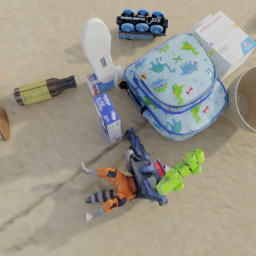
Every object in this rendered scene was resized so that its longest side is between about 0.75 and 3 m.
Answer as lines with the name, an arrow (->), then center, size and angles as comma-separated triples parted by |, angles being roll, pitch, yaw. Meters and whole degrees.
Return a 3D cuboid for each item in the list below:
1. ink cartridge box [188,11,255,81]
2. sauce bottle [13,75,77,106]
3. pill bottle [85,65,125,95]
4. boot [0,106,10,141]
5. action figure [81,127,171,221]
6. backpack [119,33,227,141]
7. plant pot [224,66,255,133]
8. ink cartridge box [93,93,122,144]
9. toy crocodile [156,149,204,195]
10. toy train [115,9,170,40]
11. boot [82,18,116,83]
ink cartridge box -> 3.130, -2.904, 9.806 | 1.276, 1.243, 1.985 | -38, 77, -11
sauce bottle -> -2.795, -1.327, 9.634 | 2.085, 0.675, 0.675 | -15, 74, -5
pill bottle -> -0.777, -1.694, 9.727 | 1.264, 0.709, 0.709 | -23, 74, -8
boot -> -5.086, -0.417, 9.354 | 1.773, 0.852, 2.425 | -21, 73, 1
action figure -> 0.012, 1.468, 8.691 | 2.836, 1.533, 2.931 | -6, 45, -8
backpack -> 1.548, -1.203, 8.818 | 2.705, 2.172, 2.956 | -33, 80, -6
plant pot -> 3.877, -0.792, 8.968 | 2.067, 1.388, 2.067 | 2, 84, -17
ink cartridge box -> -0.588, -0.226, 8.593 | 0.442, 1.999, 0.940 | -25, 75, -7
toy crocodile -> 1.427, 1.161, 7.570 | 1.710, 0.528, 0.577 | -40, 119, -12
toy train -> 0.513, -3.690, 10.122 | 1.932, 1.104, 0.838 | 4, 79, 1
boot -> -1.043, -2.442, 8.412 | 0.869, 2.388, 1.079 | -29, 62, -12
